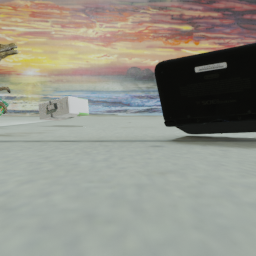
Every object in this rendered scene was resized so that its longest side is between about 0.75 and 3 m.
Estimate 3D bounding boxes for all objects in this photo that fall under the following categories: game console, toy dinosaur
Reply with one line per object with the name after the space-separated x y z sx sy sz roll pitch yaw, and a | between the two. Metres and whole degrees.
1.431 -0.454 4.192 1.680 1.477 0.978 -4 18 32 | game console
-3.215 -0.610 4.949 2.966 1.500 0.863 -35 14 -38 | toy dinosaur

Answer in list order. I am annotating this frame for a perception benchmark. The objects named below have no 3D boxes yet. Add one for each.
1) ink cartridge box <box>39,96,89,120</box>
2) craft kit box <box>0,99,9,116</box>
-2.061 -0.600 8.994 1.303 0.547 0.948 -9 -6 30 | ink cartridge box
-3.784 -0.516 7.521 0.200 0.814 0.825 39 -1 34 | craft kit box
